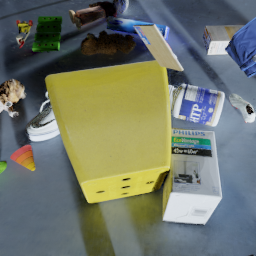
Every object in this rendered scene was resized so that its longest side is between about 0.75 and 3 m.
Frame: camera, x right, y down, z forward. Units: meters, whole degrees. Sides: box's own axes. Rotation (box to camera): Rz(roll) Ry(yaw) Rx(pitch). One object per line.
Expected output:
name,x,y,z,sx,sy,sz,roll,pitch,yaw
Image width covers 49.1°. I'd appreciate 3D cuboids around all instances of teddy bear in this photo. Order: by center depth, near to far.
teddy bear,-0.778,-3.455,11.217,2.266,0.756,1.643,7,49,5

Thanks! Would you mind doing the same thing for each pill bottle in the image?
pill bottle,1.972,-0.781,8.850,1.850,1.107,1.107,14,53,12

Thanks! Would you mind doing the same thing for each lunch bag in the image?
lunch bag,2.510,-1.511,5.251,0.943,1.388,0.918,-37,85,9

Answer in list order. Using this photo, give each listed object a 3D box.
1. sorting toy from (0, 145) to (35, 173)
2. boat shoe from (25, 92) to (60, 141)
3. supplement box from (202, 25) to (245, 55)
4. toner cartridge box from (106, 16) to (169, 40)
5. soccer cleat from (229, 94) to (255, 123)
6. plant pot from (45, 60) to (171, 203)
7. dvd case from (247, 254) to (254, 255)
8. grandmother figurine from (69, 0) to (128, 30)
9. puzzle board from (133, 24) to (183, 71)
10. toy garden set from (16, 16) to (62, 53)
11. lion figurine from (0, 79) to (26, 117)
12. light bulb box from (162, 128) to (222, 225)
sorting toy,-3.347,1.272,7.647,1.980,0.687,0.682,-36,83,-27
boat shoe,-2.002,-0.715,8.730,2.799,1.193,1.034,-32,58,-23
supplement box,4.046,-3.577,11.359,1.789,0.658,1.127,-1,51,-1
toner cartridge box,0.433,-4.097,11.526,2.393,0.517,1.137,13,16,10
soccer cleat,3.791,-0.744,9.204,0.445,0.498,1.284,-13,52,-10
plant pot,-0.289,0.327,7.090,2.828,2.828,2.495,-10,63,-8
dvd case,2.002,3.777,5.785,2.315,0.203,1.651,-13,51,-10
grandmother figurine,-1.153,-5.274,12.650,2.763,0.837,1.676,-29,70,-19
puzzle board,0.600,-1.588,5.487,0.094,1.078,0.813,-45,31,-5
toy garden set,-3.774,-3.856,11.753,1.918,0.459,2.301,-2,52,-4
lion figurine,-4.264,-0.586,8.796,2.419,0.877,1.482,-35,48,-12
light bulb box,1.454,1.201,6.857,1.088,1.728,1.743,5,53,3
